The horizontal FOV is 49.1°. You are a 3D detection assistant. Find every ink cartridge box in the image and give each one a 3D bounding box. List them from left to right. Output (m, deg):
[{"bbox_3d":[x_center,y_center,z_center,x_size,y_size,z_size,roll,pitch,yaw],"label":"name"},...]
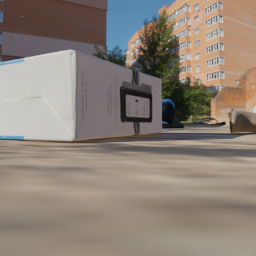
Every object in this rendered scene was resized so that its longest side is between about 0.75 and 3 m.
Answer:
[{"bbox_3d":[-0.486,-0.328,4.041,1.518,0.888,2.617,1,1,29],"label":"ink cartridge box"}]

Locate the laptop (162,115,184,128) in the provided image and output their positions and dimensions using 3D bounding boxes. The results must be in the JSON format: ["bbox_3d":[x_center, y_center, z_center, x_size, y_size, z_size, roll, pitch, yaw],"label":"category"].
[{"bbox_3d":[0.499,-0.058,10.756,2.262,1.318,2.553,0,-25,-19],"label":"laptop"}]

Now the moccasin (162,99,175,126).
[{"bbox_3d":[0.054,-0.330,7.734,2.426,0.827,0.976,-1,8,17],"label":"moccasin"}]

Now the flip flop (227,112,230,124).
[{"bbox_3d":[4.378,-0.239,11.137,0.828,0.588,2.042,4,17,18],"label":"flip flop"}]

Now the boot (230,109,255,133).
[{"bbox_3d":[2.416,-0.107,5.208,0.940,0.452,1.286,6,8,24],"label":"boot"}]

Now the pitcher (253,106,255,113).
[{"bbox_3d":[7.119,-0.610,12.247,2.448,1.484,2.100,-12,28,-29],"label":"pitcher"}]

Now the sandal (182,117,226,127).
[{"bbox_3d":[3.449,-0.265,13.107,2.133,0.457,0.811,0,1,23],"label":"sandal"}]
